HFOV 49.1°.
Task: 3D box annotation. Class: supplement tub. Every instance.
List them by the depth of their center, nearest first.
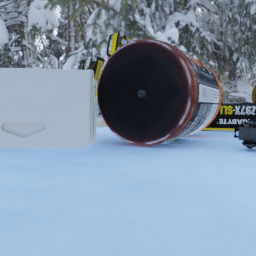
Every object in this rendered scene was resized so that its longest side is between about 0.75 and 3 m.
[{"bbox_3d":[0.775,-0.558,4.893,1.490,1.490,2.786,2,5,27],"label":"supplement tub"}]

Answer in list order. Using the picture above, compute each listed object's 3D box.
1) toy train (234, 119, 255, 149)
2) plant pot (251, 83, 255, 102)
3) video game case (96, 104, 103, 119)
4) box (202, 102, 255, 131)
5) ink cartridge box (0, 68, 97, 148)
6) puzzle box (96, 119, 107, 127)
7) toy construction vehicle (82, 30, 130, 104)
[{"bbox_3d":[2.126,0.135,2.867,0.498,0.371,2.175,2,3,-37],"label":"toy train"},{"bbox_3d":[6.534,-1.133,12.207,2.020,2.020,2.167,2,-10,28],"label":"plant pot"},{"bbox_3d":[-1.012,-0.530,10.547,2.034,0.510,2.244,0,-2,-31],"label":"video game case"},{"bbox_3d":[2.216,-0.365,7.893,2.345,0.725,2.937,-1,3,14],"label":"box"},{"bbox_3d":[-1.422,-0.331,4.677,1.797,1.033,2.476,-1,4,-7],"label":"ink cartridge box"},{"bbox_3d":[-1.296,-0.170,8.666,1.591,0.202,1.058,1,4,19],"label":"puzzle box"},{"bbox_3d":[-0.856,-2.144,11.189,0.987,2.802,2.439,16,-12,-38],"label":"toy construction vehicle"}]
